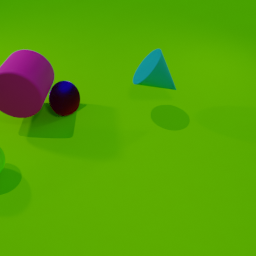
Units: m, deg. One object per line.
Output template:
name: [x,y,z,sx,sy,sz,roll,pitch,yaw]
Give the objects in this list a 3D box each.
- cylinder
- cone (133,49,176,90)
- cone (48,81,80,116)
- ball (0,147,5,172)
cylinder: [-2.672,-1.141,7.157,1.307,1.307,1.307,1,38,1]
cone: [0.870,-1.278,7.222,1.066,1.062,1.062,33,39,-23]
cone: [-2.043,-0.843,8.016,0.974,0.970,0.970,7,37,47]
ball: [-3.109,0.700,6.016,0.867,0.867,0.867,0,44,0]
